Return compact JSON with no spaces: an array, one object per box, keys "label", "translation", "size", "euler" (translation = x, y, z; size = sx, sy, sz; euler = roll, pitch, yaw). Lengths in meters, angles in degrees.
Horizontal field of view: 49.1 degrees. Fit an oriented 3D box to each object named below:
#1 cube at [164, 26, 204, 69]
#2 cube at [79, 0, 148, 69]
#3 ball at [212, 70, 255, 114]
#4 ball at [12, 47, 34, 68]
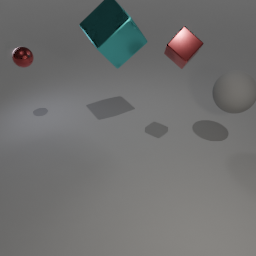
[{"label":"cube","translation":[1.498,-2.166,7.633],"size":[0.700,0.700,0.700],"euler":[42,-2,3]},{"label":"cube","translation":[-0.470,-3.147,9.320],"size":[1.400,1.400,1.400],"euler":[-40,61,10]},{"label":"ball","translation":[3.500,-1.176,9.183],"size":[1.400,1.400,1.400],"euler":[0,33,0]},{"label":"ball","translation":[-3.630,-2.447,9.678],"size":[0.700,0.700,0.700],"euler":[0,33,0]}]
